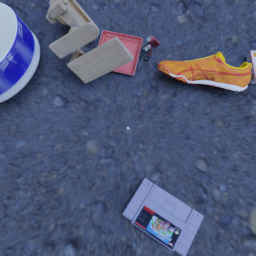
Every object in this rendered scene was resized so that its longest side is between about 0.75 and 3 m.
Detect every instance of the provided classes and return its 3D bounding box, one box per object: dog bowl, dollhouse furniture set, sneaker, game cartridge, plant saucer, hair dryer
[{"bbox_3d":[-4.124,-2.153,8.099,2.882,1.135,2.882,-6,66,13],"label":"dog bowl"},{"bbox_3d":[-1.030,-2.953,7.931,1.738,2.029,2.133,-18,47,30],"label":"dollhouse furniture set"},{"bbox_3d":[2.236,-1.773,8.301,2.697,0.984,1.040,8,107,2],"label":"sneaker"},{"bbox_3d":[0.935,2.351,7.471,1.906,0.366,1.236,32,58,8],"label":"game cartridge"},{"bbox_3d":[-0.318,-2.379,9.005,1.357,0.250,1.360,13,74,4],"label":"plant saucer"},{"bbox_3d":[0.690,-2.566,8.937,0.257,0.721,0.947,31,57,28],"label":"hair dryer"}]

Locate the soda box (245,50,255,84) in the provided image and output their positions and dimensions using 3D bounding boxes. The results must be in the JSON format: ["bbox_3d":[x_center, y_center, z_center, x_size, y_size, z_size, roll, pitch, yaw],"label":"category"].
[{"bbox_3d":[3.970,-1.898,8.750,0.352,0.327,1.028,3,71,-8],"label":"soda box"}]
